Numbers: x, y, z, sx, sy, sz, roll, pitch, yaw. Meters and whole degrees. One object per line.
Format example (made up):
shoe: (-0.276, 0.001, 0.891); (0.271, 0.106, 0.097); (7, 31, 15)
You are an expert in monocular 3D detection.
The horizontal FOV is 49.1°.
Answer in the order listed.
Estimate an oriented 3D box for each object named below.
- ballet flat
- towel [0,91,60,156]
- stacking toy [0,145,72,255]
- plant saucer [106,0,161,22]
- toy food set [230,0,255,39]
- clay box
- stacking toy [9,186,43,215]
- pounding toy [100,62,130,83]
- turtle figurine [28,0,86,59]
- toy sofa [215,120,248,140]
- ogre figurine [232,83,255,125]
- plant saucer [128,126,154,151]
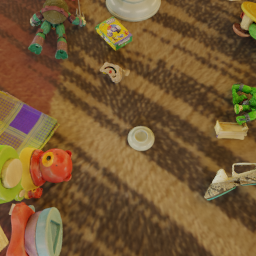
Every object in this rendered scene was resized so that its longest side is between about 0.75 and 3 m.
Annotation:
ballet flat: (2.723, 1.259, 7.108); (1.786, 0.606, 0.672); (-20, 83, 11)
towel: (-3.356, -0.060, 8.150); (2.285, 0.260, 1.641); (28, 66, 13)
stacking toy: (-1.954, 1.561, 6.034); (1.149, 2.464, 2.721); (-5, 73, 3)
plant saucer: (0.199, -4.864, 10.347); (2.058, 0.517, 2.058); (0, 64, 0)
toy food set: (4.456, -3.422, 9.531); (2.833, 0.925, 1.667); (44, 48, 17)
clay box: (-0.527, -3.339, 9.712); (0.749, 0.310, 1.303); (-35, 70, -16)
stacking toy: (-2.479, 1.833, 6.916); (0.386, 0.826, 0.913); (4, 68, 9)
pounding toy: (-0.406, -1.725, 8.980); (0.904, 0.519, 0.517); (21, 94, 20)
turtle figurine: (-2.455, -3.618, 9.406); (1.877, 1.263, 2.508); (4, 70, 2)
toy sofa: (2.966, 0.054, 8.088); (0.854, 0.417, 0.354); (2, 39, 1)
ogre figurine: (3.586, -0.769, 8.284); (0.864, 0.707, 1.441); (-4, 35, 13)
plant saucer: (0.380, 0.265, 8.031); (0.770, 0.193, 0.770); (0, 64, 0)
